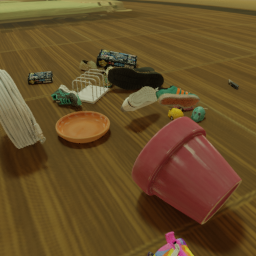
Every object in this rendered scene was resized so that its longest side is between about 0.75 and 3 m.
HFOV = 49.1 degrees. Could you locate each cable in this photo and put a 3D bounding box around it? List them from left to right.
[{"bbox_3d":[-3.605,-0.553,8.695,0.862,2.489,2.489,-30,17,-18],"label":"cable"}]

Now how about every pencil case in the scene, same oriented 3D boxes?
[{"bbox_3d":[1.155,2.793,4.698,0.882,0.882,1.996,-17,37,-25],"label":"pencil case"}]

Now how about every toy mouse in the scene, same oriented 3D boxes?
[{"bbox_3d":[2.387,-0.745,10.953,1.788,0.389,2.012,-10,33,-16],"label":"toy mouse"}]

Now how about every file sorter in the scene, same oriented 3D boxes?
[{"bbox_3d":[-1.638,-1.872,12.286,1.051,0.943,1.515,12,34,19],"label":"file sorter"}]

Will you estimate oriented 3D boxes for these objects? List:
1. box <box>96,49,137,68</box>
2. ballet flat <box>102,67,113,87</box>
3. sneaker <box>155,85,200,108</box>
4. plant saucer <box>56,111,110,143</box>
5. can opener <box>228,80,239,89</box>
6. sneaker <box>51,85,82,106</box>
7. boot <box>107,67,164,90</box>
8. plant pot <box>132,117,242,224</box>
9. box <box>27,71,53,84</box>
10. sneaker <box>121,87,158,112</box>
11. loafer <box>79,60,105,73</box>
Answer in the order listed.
[{"bbox_3d":[-0.577,-3.692,15.353,2.148,0.494,1.708,10,31,-3],"label":"box"},{"bbox_3d":[-0.882,-2.679,13.897,0.688,0.688,1.946,3,31,5],"label":"ballet flat"},{"bbox_3d":[1.534,-1.020,8.630,1.571,0.561,0.628,2,53,-32],"label":"sneaker"},{"bbox_3d":[-1.565,-0.016,9.807,1.868,0.350,1.868,0,32,0],"label":"plant saucer"},{"bbox_3d":[5.045,-2.086,13.328,0.270,0.216,0.809,-10,34,-14],"label":"can opener"},{"bbox_3d":[-2.583,-1.195,11.633,0.783,0.666,1.716,-38,41,-24],"label":"sneaker"},{"bbox_3d":[0.247,-2.553,13.552,2.613,1.012,1.808,8,25,-13],"label":"boot"},{"bbox_3d":[1.466,1.094,6.607,2.099,2.099,1.879,-26,56,-36],"label":"plant pot"},{"bbox_3d":[-4.352,-2.507,13.956,1.183,0.272,0.940,-7,32,-11],"label":"box"},{"bbox_3d":[0.452,-1.039,10.424,1.744,0.702,0.666,-20,74,-43],"label":"sneaker"},{"bbox_3d":[-1.953,-3.315,15.026,1.549,0.529,0.586,14,34,20],"label":"loafer"}]
